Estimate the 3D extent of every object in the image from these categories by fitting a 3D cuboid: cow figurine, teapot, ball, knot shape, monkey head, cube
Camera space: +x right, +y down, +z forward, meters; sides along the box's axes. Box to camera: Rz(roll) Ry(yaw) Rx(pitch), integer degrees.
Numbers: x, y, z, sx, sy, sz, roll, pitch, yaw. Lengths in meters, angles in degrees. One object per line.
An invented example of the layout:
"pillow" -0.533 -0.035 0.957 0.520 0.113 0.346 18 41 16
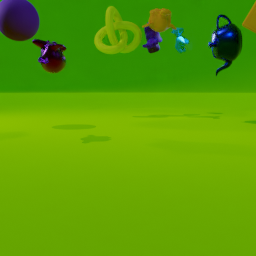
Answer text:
"cow figurine" 2.423 -4.189 13.265 0.564 1.027 1.011 -24 60 -28
"teapot" 3.266 -2.812 9.570 1.001 2.045 1.271 -5 13 4
"ball" -3.306 -3.254 8.406 1.249 1.249 1.249 0 8 0
"cow figurine" 1.027 -3.952 12.183 0.747 1.362 1.340 -13 7 23
"knot shape" -0.535 -3.855 11.736 1.917 2.049 0.947 -50 24 -18
"monkey head" -1.835 -1.642 6.438 0.836 0.700 1.161 17 4 1
"monkey head" 1.352 -4.323 11.265 1.498 0.903 1.078 -2 19 -15
"cube" 4.161 -3.158 7.664 1.263 1.263 1.263 37 39 16
